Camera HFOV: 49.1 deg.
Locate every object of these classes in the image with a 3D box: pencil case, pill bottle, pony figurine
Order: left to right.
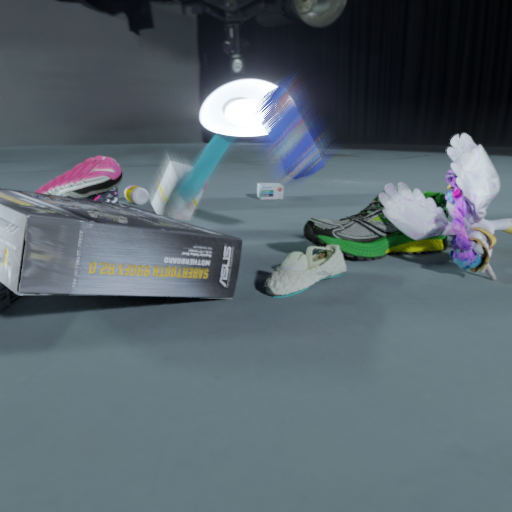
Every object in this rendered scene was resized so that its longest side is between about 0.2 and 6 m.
[{"bbox_3d":[-3.593,-1.821,16.641,0.507,0.507,0.972,-9,17,-31],"label":"pill bottle"},{"bbox_3d":[0.611,-2.400,11.109,0.812,1.870,0.730,-28,-6,8],"label":"pencil case"},{"bbox_3d":[3.653,-0.801,9.850,1.980,2.296,2.378,-38,-5,36],"label":"pony figurine"}]

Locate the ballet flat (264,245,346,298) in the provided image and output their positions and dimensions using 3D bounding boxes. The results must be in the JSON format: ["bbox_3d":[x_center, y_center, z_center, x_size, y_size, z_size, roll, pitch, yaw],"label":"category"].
[{"bbox_3d":[0.758,0.162,8.791,0.646,0.646,1.800,13,20,40],"label":"ballet flat"}]

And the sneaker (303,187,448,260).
[{"bbox_3d":[2.279,-0.683,10.646,3.035,1.293,1.184,-6,16,-21],"label":"sneaker"}]

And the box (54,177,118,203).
[{"bbox_3d":[-4.683,-1.744,15.484,1.612,0.925,1.065,13,19,41],"label":"box"}]

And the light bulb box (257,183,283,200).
[{"bbox_3d":[0.435,-2.025,17.547,0.711,0.447,0.717,-2,15,-9],"label":"light bulb box"}]

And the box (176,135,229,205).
[{"bbox_3d":[-1.041,-1.668,10.861,0.331,1.345,0.553,33,-23,-8],"label":"box"}]

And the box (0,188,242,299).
[{"bbox_3d":[-2.579,-0.271,8.450,3.079,0.940,3.887,4,9,-41],"label":"box"}]

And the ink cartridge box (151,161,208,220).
[{"bbox_3d":[-1.720,-1.438,12.596,0.847,1.167,0.487,8,33,-35],"label":"ink cartridge box"}]

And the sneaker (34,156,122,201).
[{"bbox_3d":[-3.490,-1.028,11.095,2.783,1.217,1.027,-19,29,31],"label":"sneaker"}]

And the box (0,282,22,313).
[{"bbox_3d":[-4.444,0.535,7.495,2.127,0.523,2.202,2,13,-3],"label":"box"}]
